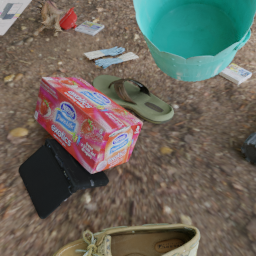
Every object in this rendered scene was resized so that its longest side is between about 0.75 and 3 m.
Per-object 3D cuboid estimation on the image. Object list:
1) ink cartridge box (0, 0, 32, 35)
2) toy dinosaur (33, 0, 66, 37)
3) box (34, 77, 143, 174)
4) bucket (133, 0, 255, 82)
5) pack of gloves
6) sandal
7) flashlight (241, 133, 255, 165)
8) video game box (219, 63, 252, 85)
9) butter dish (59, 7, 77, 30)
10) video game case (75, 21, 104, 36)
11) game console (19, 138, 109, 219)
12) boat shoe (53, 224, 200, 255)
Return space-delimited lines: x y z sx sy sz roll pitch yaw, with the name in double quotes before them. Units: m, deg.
"ink cartridge box" -3.335 -3.658 7.190 0.846 2.514 1.472 -27 92 -52
"toy dinosaur" -3.349 -4.893 11.984 1.059 2.468 1.673 6 82 -28
"box" -1.150 -0.223 7.495 2.762 1.318 1.377 38 30 31
"bucket" 1.509 -2.438 6.441 2.653 1.726 2.653 -2 78 12
"pack of gloves" -0.678 -2.723 11.014 1.719 0.339 1.444 -19 40 -24
"sandal" 0.178 -1.140 8.991 2.973 0.848 1.180 27 51 23
"flashlight" 4.097 -0.026 7.907 2.565 0.872 0.868 -34 47 -29
"video game box" 3.937 -1.994 10.279 0.786 0.202 0.863 -32 54 -24
"butter dish" -2.643 -4.850 12.747 0.975 0.723 0.977 -32 32 26
"video game case" -1.761 -4.584 12.858 1.021 0.113 0.930 21 50 20
"game console" -1.665 1.195 7.187 1.594 1.055 1.813 1 35 -43
"boat shoe" -0.087 2.385 5.502 2.994 0.938 1.097 -9 47 -9
